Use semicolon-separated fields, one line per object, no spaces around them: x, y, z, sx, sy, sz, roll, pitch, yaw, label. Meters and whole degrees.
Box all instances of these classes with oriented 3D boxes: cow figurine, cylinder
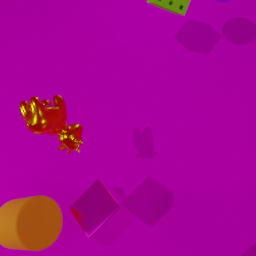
-1.283;-0.009;4.897;0.612;1.115;1.097;-15;91;31;cow figurine
-1.930;1.833;5.413;0.963;0.963;0.963;-18;72;40;cylinder

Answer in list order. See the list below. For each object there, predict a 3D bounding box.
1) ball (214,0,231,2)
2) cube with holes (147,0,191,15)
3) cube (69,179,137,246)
2.312;-3.537;6.634;1.018;1.018;1.018;0;76;0;ball
1.049;-3.308;6.776;0.831;0.831;0.831;16;111;-13;cube with holes
-0.499;1.725;5.712;0.850;0.850;0.850;-45;50;-5;cube
